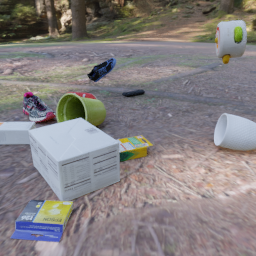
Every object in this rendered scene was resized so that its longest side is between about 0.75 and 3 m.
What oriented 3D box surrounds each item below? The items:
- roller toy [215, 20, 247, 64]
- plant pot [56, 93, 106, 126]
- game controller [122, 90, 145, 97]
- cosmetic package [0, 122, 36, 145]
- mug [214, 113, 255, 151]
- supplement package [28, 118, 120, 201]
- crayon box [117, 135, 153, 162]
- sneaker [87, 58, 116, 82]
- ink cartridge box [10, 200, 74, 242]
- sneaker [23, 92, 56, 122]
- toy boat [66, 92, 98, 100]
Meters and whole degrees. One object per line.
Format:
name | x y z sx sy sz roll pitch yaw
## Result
roller toy | 2.965 -2.574 8.223 0.795 1.137 1.037 -1 47 10
plant pot | -1.800 -0.601 11.557 1.696 1.696 1.559 15 15 32
game controller | 0.333 -2.094 16.783 1.363 0.287 0.711 -14 11 -31
cosmetic package | -4.468 0.189 10.629 1.722 0.614 0.874 0 22 -2
mug | 3.911 0.234 10.030 1.401 1.180 1.598 13 -8 -1
supplement package | -1.596 0.796 8.216 1.812 1.290 2.326 -16 28 -32
crayon box | -0.009 0.708 9.652 1.515 0.391 0.952 -10 24 -21
sneaker | -1.266 -2.839 13.392 0.607 1.558 0.546 30 23 -51
ink cartridge box | -1.947 2.092 6.464 1.109 0.264 1.122 2 20 5
sneaker | -4.248 -0.945 12.948 1.042 0.965 2.584 -19 29 -38
toy boat | -2.229 -0.967 12.603 1.814 1.184 1.185 5 16 14
